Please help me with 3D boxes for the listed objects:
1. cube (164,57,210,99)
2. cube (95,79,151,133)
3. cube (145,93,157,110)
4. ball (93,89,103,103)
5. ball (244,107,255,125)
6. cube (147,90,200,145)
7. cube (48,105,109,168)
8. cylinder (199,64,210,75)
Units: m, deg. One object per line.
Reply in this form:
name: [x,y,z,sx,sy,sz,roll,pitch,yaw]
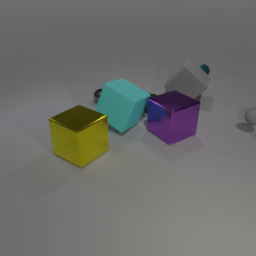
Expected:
cube: [2.747,-2.140,12.991,1.400,1.400,1.400,42,35,-7]
cube: [-0.220,-0.915,10.911,1.400,1.400,1.400,33,30,16]
cube: [0.946,-1.159,12.343,0.700,0.700,0.700,11,5,17]
ball: [-1.280,-1.496,13.149,0.700,0.700,0.700,0,31,0]
ball: [4.809,-0.446,10.653,0.700,0.700,0.700,0,31,0]
cube: [1.693,-0.441,10.662,1.400,1.400,1.400,-19,36,-29]
cube: [-1.632,0.230,9.514,1.400,1.400,1.400,21,36,31]
cylinder: [4.105,-3.142,15.675,0.700,0.700,0.700,-6,1,-10]
